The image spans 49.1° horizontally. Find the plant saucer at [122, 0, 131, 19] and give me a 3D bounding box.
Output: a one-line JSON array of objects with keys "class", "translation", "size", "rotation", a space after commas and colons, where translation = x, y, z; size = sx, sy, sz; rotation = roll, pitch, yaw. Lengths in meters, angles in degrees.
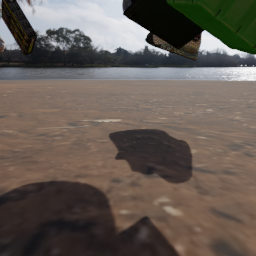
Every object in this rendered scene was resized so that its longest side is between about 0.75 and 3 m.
[{"class": "plant saucer", "translation": [0.665, -3.350, 7.105], "size": [1.720, 1.720, 0.432], "rotation": [9, -13, 37]}]

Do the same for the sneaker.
[{"class": "sneaker", "translation": [1.457, -2.920, 8.535], "size": [1.084, 1.295, 2.927], "rotation": [10, 17, -24]}]

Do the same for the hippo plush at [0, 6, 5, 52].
[{"class": "hippo plush", "translation": [-3.720, -2.574, 6.760], "size": [1.218, 1.229, 1.529], "rotation": [17, 13, 38]}]

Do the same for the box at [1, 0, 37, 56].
[{"class": "box", "translation": [-2.010, -1.873, 5.128], "size": [0.208, 0.873, 0.843], "rotation": [-33, 7, -27]}]

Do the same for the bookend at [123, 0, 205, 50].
[{"class": "bookend", "translation": [0.501, -2.310, 4.691], "size": [0.681, 1.469, 1.478], "rotation": [-31, -28, 35]}]

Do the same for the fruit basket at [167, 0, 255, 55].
[{"class": "fruit basket", "translation": [1.451, -1.923, 3.367], "size": [1.750, 1.750, 1.262], "rotation": [-4, 25, -20]}]
